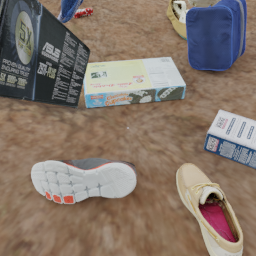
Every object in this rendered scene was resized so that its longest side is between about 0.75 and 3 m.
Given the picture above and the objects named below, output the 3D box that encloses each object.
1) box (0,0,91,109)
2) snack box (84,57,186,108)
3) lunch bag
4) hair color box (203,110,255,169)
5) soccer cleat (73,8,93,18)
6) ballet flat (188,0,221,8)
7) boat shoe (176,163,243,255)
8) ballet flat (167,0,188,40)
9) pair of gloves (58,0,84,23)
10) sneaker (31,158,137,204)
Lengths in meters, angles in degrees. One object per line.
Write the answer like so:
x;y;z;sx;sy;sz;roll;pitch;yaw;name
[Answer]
-1.461;-0.807;2.875;1.587;0.834;1.938;14;3;9;box
0.108;-1.378;8.175;2.772;0.514;1.610;-6;43;-6;snack box
2.780;-3.048;8.724;1.505;2.215;1.465;15;39;34;lunch bag
2.791;0.341;6.265;1.912;0.579;0.956;22;47;22;hair color box
-2.012;-5.123;12.395;0.968;0.332;0.412;-28;53;-21;soccer cleat
1.307;-2.625;4.715;0.947;0.936;2.782;5;47;0;ballet flat
1.483;1.342;5.087;0.753;0.707;2.043;-11;44;-12;boat shoe
2.203;-4.441;11.211;0.995;0.913;2.898;-11;44;-10;ballet flat
-1.126;-2.805;5.926;0.231;1.629;2.026;31;29;-13;pair of gloves
-0.839;0.982;5.630;2.170;0.836;0.889;1;10;12;sneaker
